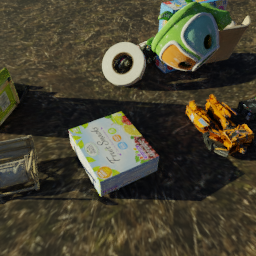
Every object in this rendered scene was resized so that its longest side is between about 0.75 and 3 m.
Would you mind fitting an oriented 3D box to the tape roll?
[{"bbox_3d":[-0.167,-2.538,11.211,1.783,0.326,1.783,-2,83,18],"label":"tape roll"}]

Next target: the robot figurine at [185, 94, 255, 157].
[{"bbox_3d":[3.037,-0.095,9.185,1.734,0.696,2.392,-20,47,-17],"label":"robot figurine"}]

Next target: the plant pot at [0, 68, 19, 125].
[{"bbox_3d":[-4.824,-1.120,9.285,1.739,1.916,1.907,21,56,8],"label":"plant pot"}]

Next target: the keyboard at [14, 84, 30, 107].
[{"bbox_3d":[-5.163,-1.407,10.851,2.568,0.329,1.542,5,50,4],"label":"keyboard"}]

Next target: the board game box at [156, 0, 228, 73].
[{"bbox_3d":[2.591,-3.945,11.701,2.714,2.772,0.775,-21,49,-20],"label":"board game box"}]

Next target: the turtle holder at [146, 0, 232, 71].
[{"bbox_3d":[1.643,-2.381,7.335,1.472,1.575,2.072,48,47,6],"label":"turtle holder"}]

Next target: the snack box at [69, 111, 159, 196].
[{"bbox_3d":[-0.473,0.659,8.349,1.889,0.758,2.240,-20,46,-21],"label":"snack box"}]

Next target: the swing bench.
[{"bbox_3d":[-3.324,1.077,7.834,1.453,0.948,1.461,-11,40,-11],"label":"swing bench"}]

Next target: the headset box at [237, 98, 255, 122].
[{"bbox_3d":[4.491,-0.678,10.017,0.837,0.388,0.728,-14,45,-14],"label":"headset box"}]

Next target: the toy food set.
[{"bbox_3d":[2.839,-2.983,9.543,2.255,1.618,0.681,-13,66,-12],"label":"toy food set"}]

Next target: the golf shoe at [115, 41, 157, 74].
[{"bbox_3d":[0.385,-3.278,12.286,2.795,1.079,1.231,-33,46,-30],"label":"golf shoe"}]
